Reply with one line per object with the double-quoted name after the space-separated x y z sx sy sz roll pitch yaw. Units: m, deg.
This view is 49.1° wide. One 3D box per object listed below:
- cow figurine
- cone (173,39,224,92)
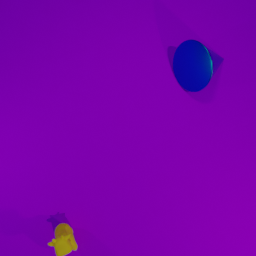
-1.709 2.889 7.347 0.595 1.066 1.084 -22 40 -8 "cow figurine"
2.514 -2.048 8.785 1.564 1.558 1.558 -19 77 -31 "cone"
